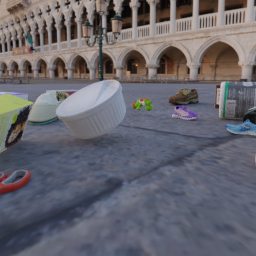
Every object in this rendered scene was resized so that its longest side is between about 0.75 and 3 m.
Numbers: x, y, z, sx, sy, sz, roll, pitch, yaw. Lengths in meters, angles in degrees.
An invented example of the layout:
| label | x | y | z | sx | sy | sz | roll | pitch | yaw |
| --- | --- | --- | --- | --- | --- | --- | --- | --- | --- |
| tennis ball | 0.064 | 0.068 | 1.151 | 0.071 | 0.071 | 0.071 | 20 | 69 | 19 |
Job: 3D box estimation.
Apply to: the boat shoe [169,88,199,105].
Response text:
| label | x | y | z | sx | sy | sz | roll | pitch | yaw |
| --- | --- | --- | --- | --- | --- | --- | --- | --- | --- |
| boat shoe | 2.879 | -1.669 | 14.468 | 0.859 | 0.838 | 2.270 | 9 | 14 | 41 |

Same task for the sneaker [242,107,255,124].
| label | x | y | z | sx | sy | sz | roll | pitch | yaw |
| --- | --- | --- | --- | --- | --- | --- | --- | --- | --- |
| sneaker | 3.761 | -0.161 | 6.991 | 1.769 | 0.710 | 0.764 | 6 | 14 | 35 |

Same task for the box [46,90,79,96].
| label | x | y | z | sx | sy | sz | roll | pitch | yaw |
| --- | --- | --- | --- | --- | --- | --- | --- | --- | --- |
| box | -2.997 | -1.385 | 13.160 | 1.411 | 0.769 | 0.902 | -8 | 14 | -37 |

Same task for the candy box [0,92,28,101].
| label | x | y | z | sx | sy | sz | roll | pitch | yaw |
| --- | --- | --- | --- | --- | --- | --- | --- | --- | --- |
| candy box | -5.617 | -1.156 | 12.115 | 1.978 | 0.708 | 1.660 | 7 | 13 | 33 |

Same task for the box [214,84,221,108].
| label | x | y | z | sx | sy | sz | roll | pitch | yaw |
| --- | --- | --- | --- | --- | --- | --- | --- | --- | --- |
| box | 5.012 | -1.503 | 12.948 | 2.172 | 1.087 | 0.814 | -6 | 13 | -32 |

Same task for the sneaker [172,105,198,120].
| label | x | y | z | sx | sy | sz | roll | pitch | yaw |
| --- | --- | --- | --- | --- | --- | --- | --- | --- | --- |
| sneaker | 1.948 | -0.536 | 9.579 | 0.416 | 0.457 | 1.033 | -7 | 14 | -39 |

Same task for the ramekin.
| label | x | y | z | sx | sy | sz | roll | pitch | yaw |
| --- | --- | --- | --- | --- | --- | --- | --- | --- | --- |
| ramekin | -0.775 | -0.411 | 6.468 | 1.604 | 0.747 | 1.604 | -20 | 27 | 11 |

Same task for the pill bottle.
| label | x | y | z | sx | sy | sz | roll | pitch | yaw |
| --- | --- | --- | --- | --- | --- | --- | --- | --- | --- |
| pill bottle | 4.207 | -0.888 | 9.264 | 2.227 | 1.260 | 1.260 | 4 | 12 | 19 |

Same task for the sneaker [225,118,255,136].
| label | x | y | z | sx | sy | sz | roll | pitch | yaw |
| --- | --- | --- | --- | --- | --- | --- | --- | --- | --- |
| sneaker | 2.967 | -0.052 | 7.125 | 0.922 | 0.415 | 0.361 | 4 | 12 | 20 |

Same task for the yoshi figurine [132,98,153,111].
| label | x | y | z | sx | sy | sz | roll | pitch | yaw |
| --- | --- | --- | --- | --- | --- | --- | --- | --- | --- |
| yoshi figurine | 0.580 | -0.793 | 10.257 | 0.493 | 0.495 | 0.881 | 32 | -20 | -31 |

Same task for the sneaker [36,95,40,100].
| label | x | y | z | sx | sy | sz | roll | pitch | yaw |
| --- | --- | --- | --- | --- | --- | --- | --- | --- | --- |
| sneaker | -3.574 | -1.508 | 13.960 | 1.954 | 0.737 | 0.774 | -4 | 9 | -22 |

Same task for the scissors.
| label | x | y | z | sx | sy | sz | roll | pitch | yaw |
| --- | --- | --- | --- | --- | --- | --- | --- | --- | --- |
| scissors | -1.729 | 0.819 | 3.307 | 0.675 | 0.129 | 1.845 | 2 | 9 | -1 |

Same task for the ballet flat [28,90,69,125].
| label | x | y | z | sx | sy | sz | roll | pitch | yaw |
| --- | --- | --- | --- | --- | --- | --- | --- | --- | --- |
| ballet flat | -2.658 | -0.813 | 9.681 | 1.011 | 1.011 | 2.912 | 1 | 11 | 7 |

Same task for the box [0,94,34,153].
| label | x | y | z | sx | sy | sz | roll | pitch | yaw |
| --- | --- | --- | --- | --- | --- | --- | --- | --- | --- |
| box | -2.543 | -0.015 | 5.113 | 0.660 | 0.991 | 2.632 | 21 | 11 | -4 |
